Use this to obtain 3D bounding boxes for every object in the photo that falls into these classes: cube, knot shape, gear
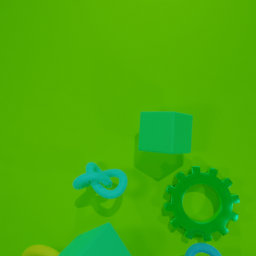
[{"bbox_3d":[1.032,0.126,7.638,1.064,1.064,1.064,3,89,39],"label":"cube"},{"bbox_3d":[-0.814,1.352,7.278,1.285,1.374,0.635,4,100,-41],"label":"knot shape"},{"bbox_3d":[1.718,3.379,6.548,0.642,1.389,1.300,28,67,-20],"label":"knot shape"},{"bbox_3d":[2.032,2.078,7.829,1.998,0.370,1.998,-1,82,5],"label":"gear"},{"bbox_3d":[-0.823,3.257,6.535,1.288,1.288,1.288,-34,89,32],"label":"cube"}]

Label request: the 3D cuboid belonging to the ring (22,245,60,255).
[{"bbox_3d":[-2.099,3.586,7.151,1.416,0.283,1.416,6,113,15],"label":"ring"}]
